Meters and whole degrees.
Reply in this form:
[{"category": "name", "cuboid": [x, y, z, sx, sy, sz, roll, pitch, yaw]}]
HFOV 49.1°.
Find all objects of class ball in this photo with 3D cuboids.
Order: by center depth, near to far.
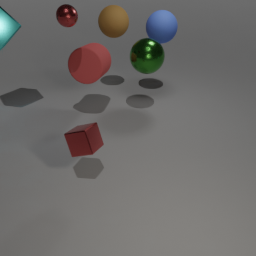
[{"category": "ball", "cuboid": [-1.968, -3.616, 9.038, 0.700, 0.700, 0.700, 0, 31, 0]}, {"category": "ball", "cuboid": [0.764, -2.868, 11.190, 1.400, 1.400, 1.400, 0, 31, 0]}, {"category": "ball", "cuboid": [1.492, -4.478, 12.431, 1.400, 1.400, 1.400, 0, 31, 0]}, {"category": "ball", "cuboid": [-0.653, -4.822, 12.707, 1.400, 1.400, 1.400, 0, 31, 0]}]

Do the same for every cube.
[{"category": "cube", "cuboid": [-1.201, 0.321, 7.732, 0.700, 0.700, 0.700, -9, 16, 25]}, {"category": "cube", "cuboid": [-5.115, -3.818, 10.455, 1.400, 1.400, 1.400, -52, 36, -5]}]

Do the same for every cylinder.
[{"category": "cylinder", "cuboid": [-1.501, -2.610, 11.222, 1.400, 1.400, 1.400, 6, 25, 9]}]
